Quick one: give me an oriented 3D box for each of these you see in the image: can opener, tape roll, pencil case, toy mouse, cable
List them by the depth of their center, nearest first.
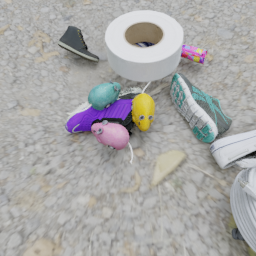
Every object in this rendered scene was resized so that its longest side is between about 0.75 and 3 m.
[{"bbox_3d":[3.745,1.944,6.198,2.955,1.023,2.956,-7,56,-32],"label":"cable"},{"bbox_3d":[3.130,2.574,6.432,1.531,0.408,0.512,5,74,-16],"label":"can opener"},{"bbox_3d":[-0.430,-0.426,7.648,2.455,0.535,2.762,5,68,-9],"label":"toy mouse"},{"bbox_3d":[0.505,-2.587,8.689,2.388,0.835,2.388,-2,57,2],"label":"tape roll"},{"bbox_3d":[2.177,-2.668,9.882,1.266,0.560,0.560,22,58,22],"label":"pencil case"}]

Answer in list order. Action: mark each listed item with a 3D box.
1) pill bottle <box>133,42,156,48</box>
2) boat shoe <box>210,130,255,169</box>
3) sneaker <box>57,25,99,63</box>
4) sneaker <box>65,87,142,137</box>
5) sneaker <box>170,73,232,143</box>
[{"bbox_3d":[0.521,-3.068,10.157,1.063,1.063,1.914,21,59,14],"label":"pill bottle"},{"bbox_3d":[3.641,0.556,7.822,2.586,0.951,0.845,-16,60,0],"label":"boat shoe"},{"bbox_3d":[-1.642,-3.020,10.024,1.635,0.612,0.869,27,91,2],"label":"sneaker"},{"bbox_3d":[-0.487,-0.232,8.279,2.638,0.917,1.312,-22,70,-13],"label":"sneaker"},{"bbox_3d":[2.242,-0.729,8.733,1.159,0.986,2.540,-16,64,-22],"label":"sneaker"}]
